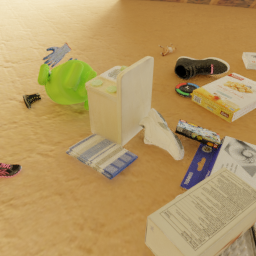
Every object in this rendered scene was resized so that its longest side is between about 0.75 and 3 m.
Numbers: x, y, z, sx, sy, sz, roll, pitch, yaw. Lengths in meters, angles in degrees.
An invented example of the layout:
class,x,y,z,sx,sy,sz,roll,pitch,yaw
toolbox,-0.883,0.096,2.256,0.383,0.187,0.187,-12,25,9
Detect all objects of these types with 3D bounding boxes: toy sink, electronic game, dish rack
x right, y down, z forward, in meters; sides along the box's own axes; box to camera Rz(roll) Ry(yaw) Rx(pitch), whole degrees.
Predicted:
class,x,y,z,sx,sy,sz,roll,pitch,yaw
toy sink,-0.314,-1.143,10.025,1.612,2.877,1.875,25,45,27
electronic game,2.792,-1.781,12.977,1.213,0.252,1.213,0,39,0
dish rack,2.141,2.832,6.840,2.185,0.554,2.546,5,38,8

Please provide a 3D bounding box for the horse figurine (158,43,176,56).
class,x,y,z,sx,sy,sz,roll,pitch,yaw
horse figurine,2.394,-4.682,16.593,1.335,0.333,0.885,-15,52,-27

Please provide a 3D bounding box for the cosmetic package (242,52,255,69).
class,x,y,z,sx,sy,sz,roll,pitch,yaw
cosmetic package,6.957,-3.671,15.305,1.114,0.382,1.477,3,38,8

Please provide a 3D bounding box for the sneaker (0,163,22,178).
class,x,y,z,sx,sy,sz,roll,pitch,yaw
sneaker,-3.968,1.281,8.845,1.120,0.534,0.442,-9,37,-14

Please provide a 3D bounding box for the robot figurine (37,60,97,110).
class,x,y,z,sx,sy,sz,roll,pitch,yaw
robot figurine,-2.366,-1.809,11.405,2.511,1.656,2.862,26,-13,-31

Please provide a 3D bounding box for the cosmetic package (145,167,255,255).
class,x,y,z,sx,sy,sz,roll,pitch,yaw
cosmetic package,1.777,2.134,6.426,2.564,1.119,1.325,-22,44,-28

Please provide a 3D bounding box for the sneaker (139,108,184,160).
class,x,y,z,sx,sy,sz,roll,pitch,yaw
sneaker,1.133,0.382,9.899,1.071,0.840,2.155,-40,57,13

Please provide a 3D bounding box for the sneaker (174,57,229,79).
class,x,y,z,sx,sy,sz,roll,pitch,yaw
sneaker,3.535,-2.860,13.879,2.695,0.953,1.336,12,41,23

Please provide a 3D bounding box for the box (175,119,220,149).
class,x,y,z,sx,sy,sz,roll,pitch,yaw
box,2.456,0.189,9.892,1.531,0.305,1.048,22,19,9

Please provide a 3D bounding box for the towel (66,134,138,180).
class,x,y,z,sx,sy,sz,roll,pitch,yaw
towel,-0.886,0.902,9.479,2.038,0.243,1.497,25,37,27

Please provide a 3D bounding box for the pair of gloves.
class,x,y,z,sx,sy,sz,roll,pitch,yaw
pair of gloves,-3.093,-3.099,13.301,1.532,1.906,0.217,-45,39,-17

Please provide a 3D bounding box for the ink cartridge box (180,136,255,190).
class,x,y,z,sx,sy,sz,roll,pitch,yaw
ink cartridge box,3.296,1.309,8.801,2.628,0.533,2.622,17,41,21

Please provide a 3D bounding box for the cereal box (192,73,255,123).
class,x,y,z,sx,sy,sz,roll,pitch,yaw
cereal box,4.573,-1.445,12.261,2.960,0.585,2.130,-26,45,-29

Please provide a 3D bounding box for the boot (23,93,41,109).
class,x,y,z,sx,sy,sz,roll,pitch,yaw
boot,-4.136,-1.223,12.196,0.729,0.348,0.965,-16,41,-23
